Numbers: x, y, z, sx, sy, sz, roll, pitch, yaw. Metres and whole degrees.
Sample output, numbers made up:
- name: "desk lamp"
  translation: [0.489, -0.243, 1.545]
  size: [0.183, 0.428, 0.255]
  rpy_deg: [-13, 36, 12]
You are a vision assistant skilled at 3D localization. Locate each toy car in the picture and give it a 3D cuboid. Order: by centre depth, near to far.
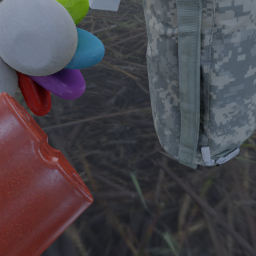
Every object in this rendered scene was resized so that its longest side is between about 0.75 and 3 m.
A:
- name: "toy car"
  translation: [-1.481, -1.095, 4.421]
  size: [2.497, 1.872, 2.185]
  rpy_deg: [-29, 38, 14]

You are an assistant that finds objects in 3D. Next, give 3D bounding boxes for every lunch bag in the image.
- name: "lunch bag"
  translation: [0.871, -0.847, 2.977]
  size: [1.491, 2.139, 1.794]
  rpy_deg: [12, 46, 24]

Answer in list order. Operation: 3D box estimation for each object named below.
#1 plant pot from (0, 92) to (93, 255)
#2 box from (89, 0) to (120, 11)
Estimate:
- name: "plant pot"
  translation: [-0.683, 0.349, 1.244]
  size: [0.862, 0.887, 0.887]
  rpy_deg: [-39, 51, -10]
- name: "box"
  translation: [-0.943, -4.593, 8.456]
  size: [0.932, 1.190, 1.913]
  rpy_deg: [-10, 54, -33]
